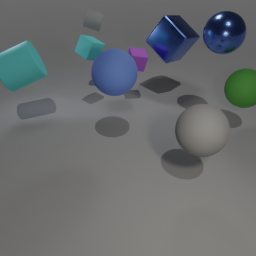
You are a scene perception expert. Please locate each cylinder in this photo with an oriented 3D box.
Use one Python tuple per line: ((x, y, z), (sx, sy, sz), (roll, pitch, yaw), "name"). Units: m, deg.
((-3.915, -2.238, 10.210), (1.400, 1.400, 1.400), (-26, 36, -1), "cylinder")
((-1.423, -4.398, 11.432), (0.700, 0.700, 0.700), (16, 31, -11), "cylinder")

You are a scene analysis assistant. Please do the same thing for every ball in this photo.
((4.194, -1.423, 10.063), (1.400, 1.400, 1.400), (0, 33, 0), "ball")
((-0.409, -1.671, 8.471), (1.400, 1.400, 1.400), (0, 33, 0), "ball")
((3.266, -3.219, 9.511), (1.400, 1.400, 1.400), (0, 33, 0), "ball")
((1.953, 0.063, 7.402), (1.400, 1.400, 1.400), (0, 33, 0), "ball")

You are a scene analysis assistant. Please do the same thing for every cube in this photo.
((-1.445, -3.028, 10.606), (0.700, 0.700, 0.700), (37, 27, 24), "cube")
((1.941, -3.855, 12.132), (1.400, 1.400, 1.400), (50, 40, 10), "cube")
((0.361, -2.851, 11.661), (0.700, 0.700, 0.700), (4, 43, -15), "cube")
